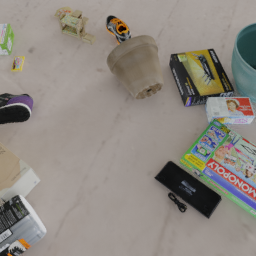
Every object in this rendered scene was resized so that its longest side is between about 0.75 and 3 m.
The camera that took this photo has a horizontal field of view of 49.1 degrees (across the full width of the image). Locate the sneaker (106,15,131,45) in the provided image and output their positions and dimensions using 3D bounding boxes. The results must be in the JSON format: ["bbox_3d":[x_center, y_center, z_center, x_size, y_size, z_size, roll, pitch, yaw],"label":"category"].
[{"bbox_3d":[-0.378,-4.348,12.117,0.796,0.786,2.034,-25,59,-13],"label":"sneaker"}]

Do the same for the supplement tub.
[{"bbox_3d":[-3.372,2.886,7.188,2.197,1.346,1.346,-36,64,-19],"label":"supplement tub"}]

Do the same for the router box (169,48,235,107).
[{"bbox_3d":[2.738,-1.968,10.700,1.784,0.592,2.268,-10,58,-6],"label":"router box"}]

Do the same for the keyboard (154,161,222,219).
[{"bbox_3d":[1.708,1.938,8.457,1.959,0.251,1.176,35,57,21],"label":"keyboard"}]

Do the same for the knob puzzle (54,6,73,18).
[{"bbox_3d":[-2.959,-5.408,13.168,0.938,0.130,0.938,0,58,0],"label":"knob puzzle"}]

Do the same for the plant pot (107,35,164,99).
[{"bbox_3d":[0.438,-2.056,10.163,1.970,1.970,1.709,-21,76,-13],"label":"plant pot"}]

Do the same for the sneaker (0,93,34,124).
[{"bbox_3d":[-4.595,-0.708,9.898,2.484,0.941,1.088,-2,40,-4],"label":"sneaker"}]

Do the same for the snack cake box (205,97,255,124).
[{"bbox_3d":[3.582,-0.623,9.911,1.491,0.501,0.857,0,56,0],"label":"snack cake box"}]

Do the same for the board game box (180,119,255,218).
[{"bbox_3d":[3.400,1.206,8.803,2.918,0.425,1.963,36,64,20],"label":"board game box"}]

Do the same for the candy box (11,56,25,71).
[{"bbox_3d":[-4.484,-2.621,11.418,0.398,0.103,0.779,-1,58,-3],"label":"candy box"}]

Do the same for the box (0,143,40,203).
[{"bbox_3d":[-4.038,1.134,8.502,2.532,0.984,1.202,31,63,19],"label":"box"}]

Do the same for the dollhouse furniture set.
[{"bbox_3d":[-1.948,-4.635,12.233,1.576,0.876,1.394,23,60,14],"label":"dollhouse furniture set"}]

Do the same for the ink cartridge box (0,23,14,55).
[{"bbox_3d":[-5.811,-3.684,11.763,1.728,0.654,1.277,-4,58,-4],"label":"ink cartridge box"}]

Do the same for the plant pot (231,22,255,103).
[{"bbox_3d":[4.997,-2.083,9.990,2.895,1.940,2.895,0,57,0],"label":"plant pot"}]
